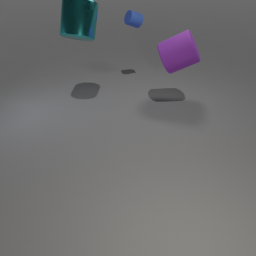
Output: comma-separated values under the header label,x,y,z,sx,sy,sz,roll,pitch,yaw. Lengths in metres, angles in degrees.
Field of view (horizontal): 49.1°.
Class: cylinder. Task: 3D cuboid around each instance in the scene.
label,x,y,z,sx,sy,sz,roll,pitch,yaw
cylinder,2.167,-3.207,11.884,1.400,1.400,1.400,-19,25,22
cylinder,-1.938,-4.263,11.041,1.400,1.400,1.400,7,10,-1
cylinder,0.282,-5.407,13.912,0.700,0.700,0.700,5,25,-35
